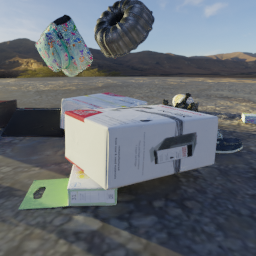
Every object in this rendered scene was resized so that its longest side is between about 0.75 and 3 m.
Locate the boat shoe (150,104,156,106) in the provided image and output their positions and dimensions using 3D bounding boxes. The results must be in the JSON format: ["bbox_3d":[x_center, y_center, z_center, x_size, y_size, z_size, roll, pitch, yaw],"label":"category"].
[{"bbox_3d":[1.608,-1.066,14.919,1.028,0.376,0.333,-3,9,-14],"label":"boat shoe"}]

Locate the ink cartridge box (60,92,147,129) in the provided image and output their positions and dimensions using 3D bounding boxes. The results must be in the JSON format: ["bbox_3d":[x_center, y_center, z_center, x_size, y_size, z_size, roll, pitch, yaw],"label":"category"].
[{"bbox_3d":[-0.843,-0.483,10.307,1.978,1.137,2.725,19,21,30],"label":"ink cartridge box"}]

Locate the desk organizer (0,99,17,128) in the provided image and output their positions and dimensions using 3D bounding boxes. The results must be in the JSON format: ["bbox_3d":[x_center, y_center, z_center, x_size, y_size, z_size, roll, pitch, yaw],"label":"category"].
[{"bbox_3d":[-5.696,-0.438,10.922,1.105,1.029,2.870,2,13,18],"label":"desk organizer"}]

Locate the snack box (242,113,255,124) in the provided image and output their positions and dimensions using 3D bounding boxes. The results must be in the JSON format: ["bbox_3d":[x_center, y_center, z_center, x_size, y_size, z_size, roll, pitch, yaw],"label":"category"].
[{"bbox_3d":[5.714,-0.412,12.208,1.312,0.348,0.933,4,14,15],"label":"snack box"}]

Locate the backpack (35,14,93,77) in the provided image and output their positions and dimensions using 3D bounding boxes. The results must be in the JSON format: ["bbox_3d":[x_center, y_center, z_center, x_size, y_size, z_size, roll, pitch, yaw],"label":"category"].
[{"bbox_3d":[-2.649,-3.279,11.827,1.705,2.265,2.011,-47,21,-27],"label":"backpack"}]

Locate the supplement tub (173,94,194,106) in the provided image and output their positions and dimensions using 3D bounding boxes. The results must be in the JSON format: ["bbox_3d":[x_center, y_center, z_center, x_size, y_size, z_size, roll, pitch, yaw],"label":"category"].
[{"bbox_3d":[2.955,-1.369,15.124,0.863,0.863,1.196,-3,14,-10],"label":"supplement tub"}]

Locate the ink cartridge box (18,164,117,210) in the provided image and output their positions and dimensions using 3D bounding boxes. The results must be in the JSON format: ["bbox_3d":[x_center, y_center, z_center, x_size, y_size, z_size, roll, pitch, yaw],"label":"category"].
[{"bbox_3d":[-1.135,1.123,5.656,1.783,0.428,1.298,1,14,-5],"label":"ink cartridge box"}]

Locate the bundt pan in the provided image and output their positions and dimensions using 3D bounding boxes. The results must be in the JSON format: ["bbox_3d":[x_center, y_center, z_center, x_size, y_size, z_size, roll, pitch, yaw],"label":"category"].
[{"bbox_3d":[-0.218,-3.015,8.135,1.910,1.910,0.717,11,-21,39],"label":"bundt pan"}]

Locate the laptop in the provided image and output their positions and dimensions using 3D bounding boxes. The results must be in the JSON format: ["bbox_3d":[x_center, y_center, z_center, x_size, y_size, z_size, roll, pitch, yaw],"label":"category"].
[{"bbox_3d":[-3.325,-0.058,11.226,2.280,1.411,2.435,1,-15,3],"label":"laptop"}]

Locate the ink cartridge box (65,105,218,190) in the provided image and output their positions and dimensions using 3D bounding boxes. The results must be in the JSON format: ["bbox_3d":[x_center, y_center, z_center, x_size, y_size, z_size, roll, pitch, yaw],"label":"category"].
[{"bbox_3d":[0.272,0.213,6.212,2.795,1.158,2.052,-7,15,-33],"label":"ink cartridge box"}]

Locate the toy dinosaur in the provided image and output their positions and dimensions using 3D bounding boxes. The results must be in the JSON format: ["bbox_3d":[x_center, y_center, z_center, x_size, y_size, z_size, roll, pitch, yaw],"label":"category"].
[{"bbox_3d":[2.023,-0.590,11.530,2.794,1.429,1.075,-16,47,-17],"label":"toy dinosaur"}]

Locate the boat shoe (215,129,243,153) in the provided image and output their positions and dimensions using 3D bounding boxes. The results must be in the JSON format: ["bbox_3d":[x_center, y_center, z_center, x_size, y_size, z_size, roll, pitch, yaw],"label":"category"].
[{"bbox_3d":[2.483,0.378,8.343,1.908,0.590,0.714,0,13,0],"label":"boat shoe"}]
